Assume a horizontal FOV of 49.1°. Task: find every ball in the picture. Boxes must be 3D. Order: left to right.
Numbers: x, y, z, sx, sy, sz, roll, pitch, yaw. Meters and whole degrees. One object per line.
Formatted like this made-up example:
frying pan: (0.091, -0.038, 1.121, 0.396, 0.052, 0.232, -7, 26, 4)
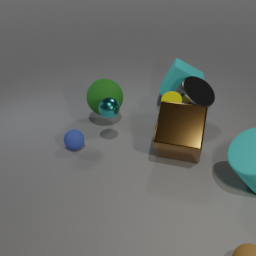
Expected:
ball: (-1.839, 0.396, 9.569, 0.700, 0.700, 0.700, 0, 30, 0)
ball: (-0.882, -1.178, 10.711, 1.400, 1.400, 1.400, 0, 30, 0)
ball: (-0.617, -0.661, 9.193, 0.700, 0.700, 0.700, 0, 30, 0)
ball: (2.407, 2.641, 5.492, 0.700, 0.700, 0.700, 0, 30, 0)

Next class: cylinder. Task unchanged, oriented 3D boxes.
cylinder: (1.524, -0.802, 9.749, 0.700, 0.700, 0.700, -4, 62, 9)
cylinder: (2.376, -1.036, 10.825, 1.400, 1.400, 1.400, 10, 58, -17)
cylinder: (3.579, 0.917, 7.411, 1.400, 1.400, 1.400, -29, 38, 26)

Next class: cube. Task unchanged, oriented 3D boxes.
cube: (1.647, 0.149, 8.770, 1.400, 1.400, 1.400, 9, 69, 14)
cube: (2.347, -1.980, 12.270, 1.400, 1.400, 1.400, 28, 29, -4)
